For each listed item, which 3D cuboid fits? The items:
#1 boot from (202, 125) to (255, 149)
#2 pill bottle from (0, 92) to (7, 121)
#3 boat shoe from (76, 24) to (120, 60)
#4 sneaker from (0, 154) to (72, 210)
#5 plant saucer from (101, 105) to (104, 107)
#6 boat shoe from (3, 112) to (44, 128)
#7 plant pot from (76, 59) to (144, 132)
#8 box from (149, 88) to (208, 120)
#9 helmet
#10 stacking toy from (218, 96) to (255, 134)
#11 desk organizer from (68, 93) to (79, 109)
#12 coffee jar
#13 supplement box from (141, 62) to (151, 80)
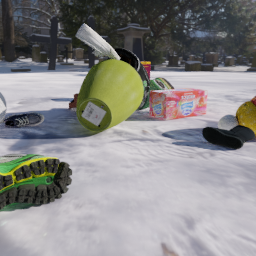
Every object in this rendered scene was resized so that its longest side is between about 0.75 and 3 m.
[{"bbox_3d":[3.084,0.190,8.585,1.299,0.496,1.091,20,27,36],"label":"boot"},{"bbox_3d":[-6.218,-0.907,10.985,2.631,1.464,1.464,7,16,26],"label":"pill bottle"},{"bbox_3d":[-1.119,-3.055,10.561,1.907,0.653,0.687,33,16,-39],"label":"boat shoe"},{"bbox_3d":[-2.411,1.002,4.895,2.668,1.041,1.137,0,4,-38],"label":"sneaker"},{"bbox_3d":[-0.956,-1.006,12.217,1.887,0.278,1.887,27,1,0],"label":"plant saucer"},{"bbox_3d":[-3.914,-0.252,10.476,1.430,0.534,0.663,-6,19,10],"label":"boat shoe"},{"bbox_3d":[-0.848,-0.971,10.155,2.447,2.447,2.615,3,27,12],"label":"plant pot"},{"bbox_3d":[2.230,-1.113,12.389,2.391,1.132,1.227,-9,17,-31],"label":"box"},{"bbox_3d":[-0.295,-1.940,12.306,2.553,2.553,2.434,-5,-31,8],"label":"helmet"},{"bbox_3d":[4.333,-0.399,9.407,2.611,1.908,1.908,-16,14,3],"label":"stacking toy"},{"bbox_3d":[-2.386,-1.282,13.396,0.600,0.644,1.673,-7,4,-26],"label":"desk organizer"},{"bbox_3d":[1.215,-1.834,14.547,2.836,1.210,1.479,-15,59,-47],"label":"coffee jar"},{"bbox_3d":[0.604,-2.854,16.888,0.967,2.259,1.246,-10,18,-34],"label":"supplement box"}]
